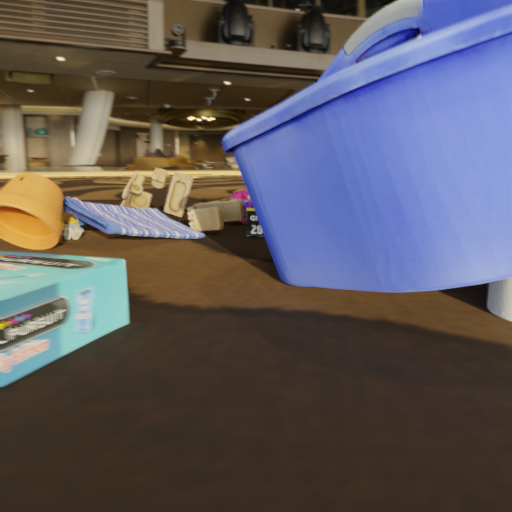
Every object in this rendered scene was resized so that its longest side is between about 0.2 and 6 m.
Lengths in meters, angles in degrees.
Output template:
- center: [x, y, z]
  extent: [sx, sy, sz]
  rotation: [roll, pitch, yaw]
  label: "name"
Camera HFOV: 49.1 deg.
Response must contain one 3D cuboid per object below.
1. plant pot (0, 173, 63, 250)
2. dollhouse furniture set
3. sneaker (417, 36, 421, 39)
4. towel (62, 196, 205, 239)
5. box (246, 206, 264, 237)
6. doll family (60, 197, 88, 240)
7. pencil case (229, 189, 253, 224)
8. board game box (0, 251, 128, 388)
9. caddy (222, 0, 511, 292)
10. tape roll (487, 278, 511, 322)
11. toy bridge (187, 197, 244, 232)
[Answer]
- center: [-3.899, -0.819, 9.637]
  extent: [1.275, 0.892, 1.275]
  rotation: [8, -33, 5]
  label: "plant pot"
- center: [-2.283, -1.210, 12.527]
  extent: [1.320, 1.256, 1.076]
  rotation: [18, 34, -5]
  label: "dollhouse furniture set"
- center: [2.256, -2.024, 7.075]
  extent: [1.034, 1.450, 2.924]
  rotation: [27, -33, -34]
  label: "sneaker"
- center: [-2.356, -0.719, 10.878]
  extent: [1.689, 0.278, 2.333]
  rotation: [26, 15, 38]
  label: "towel"
- center: [1.130, -0.864, 12.327]
  extent: [2.143, 0.662, 2.684]
  rotation: [4, 11, 14]
  label: "box"
- center: [-4.172, -0.733, 11.145]
  extent: [1.819, 0.820, 1.129]
  rotation: [2, 25, -37]
  label: "doll family"
- center: [0.182, -1.305, 14.371]
  extent: [0.880, 0.880, 1.992]
  rotation: [9, 16, 42]
  label: "pencil case"
- center: [-2.814, 0.525, 4.497]
  extent: [2.261, 0.703, 2.995]
  rotation: [3, 11, 18]
  label: "board game box"
- center: [1.864, -1.485, 6.566]
  extent: [3.781, 2.807, 5.348]
  rotation: [-20, 8, -25]
  label: "caddy"
- center: [3.195, 0.139, 5.828]
  extent: [1.433, 0.984, 1.433]
  rotation: [-1, 10, 0]
  label: "tape roll"
- center: [-0.937, -1.085, 13.589]
  extent: [1.270, 0.514, 3.777]
  rotation: [-5, 10, 14]
  label: "toy bridge"
